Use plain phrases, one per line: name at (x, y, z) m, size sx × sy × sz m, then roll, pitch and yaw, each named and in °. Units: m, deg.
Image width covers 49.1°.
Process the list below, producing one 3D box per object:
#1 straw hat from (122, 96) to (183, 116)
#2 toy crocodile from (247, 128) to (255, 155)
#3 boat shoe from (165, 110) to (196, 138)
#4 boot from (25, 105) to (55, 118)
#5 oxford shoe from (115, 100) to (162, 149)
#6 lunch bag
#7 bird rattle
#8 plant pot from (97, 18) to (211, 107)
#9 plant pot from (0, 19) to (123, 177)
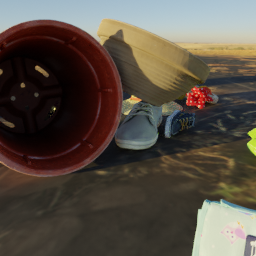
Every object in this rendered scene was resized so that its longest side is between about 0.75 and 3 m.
straw hat at (0.731, -1.381, 10.642) m, size 2.860 × 1.210 × 2.860 m, roll 1°, pitch 18°, yaw 0°
toy crocodile at (3.284, 0.508, 5.671) m, size 0.838 × 0.766 × 2.481 m, roll -42°, pitch 23°, yaw 2°
boat shoe at (1.468, -0.137, 7.742) m, size 0.639 × 0.498 × 1.408 m, roll 6°, pitch 27°, yaw 22°
boot at (-2.685, -0.543, 9.002) m, size 1.314 × 0.628 × 1.740 m, roll 11°, pitch 21°, yaw 24°
oxford shoe at (0.364, -0.211, 7.610) m, size 1.117 × 0.858 × 2.971 m, roll 9°, pitch 22°, yaw 14°
lunch bag at (1.086, 1.267, 2.437) m, size 1.034 × 1.213 × 0.740 m, roll 10°, pitch 20°, yaw 25°
bird rattle at (2.873, -1.458, 11.227) m, size 1.750 × 1.209 × 2.146 m, roll 9°, pitch 15°, yaw -27°
plant pot at (0.408, -1.404, 6.876) m, size 2.877 × 1.328 × 2.877 m, roll 25°, pitch 8°, yaw -4°
plant pot at (-2.057, -0.667, 6.378) m, size 2.896 × 2.896 × 2.817 m, roll -11°, pitch 12°, yaw -30°
